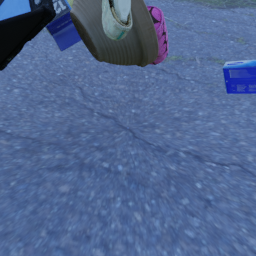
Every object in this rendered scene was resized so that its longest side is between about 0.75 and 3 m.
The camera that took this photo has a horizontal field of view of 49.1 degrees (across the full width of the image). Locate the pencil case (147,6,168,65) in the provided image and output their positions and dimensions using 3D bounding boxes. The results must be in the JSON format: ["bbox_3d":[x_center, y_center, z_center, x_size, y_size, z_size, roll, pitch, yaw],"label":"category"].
[{"bbox_3d":[0.519,-2.280,7.107,0.926,1.976,0.897,28,86,12],"label":"pencil case"}]

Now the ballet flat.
[{"bbox_3d":[-0.115,-1.745,3.396,0.446,1.323,0.413,-6,-1,-28],"label":"ballet flat"}]

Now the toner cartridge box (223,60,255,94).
[{"bbox_3d":[2.411,-0.929,5.080,1.240,0.589,0.268,5,43,35],"label":"toner cartridge box"}]

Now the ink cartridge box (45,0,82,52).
[{"bbox_3d":[-1.680,-4.203,8.612,2.633,2.665,0.626,-31,-1,-1],"label":"ink cartridge box"}]

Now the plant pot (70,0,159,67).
[{"bbox_3d":[-0.485,-2.310,6.298,1.155,2.502,2.502,-34,45,-6],"label":"plant pot"}]

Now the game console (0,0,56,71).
[{"bbox_3d":[-3.094,-2.397,6.394,2.750,2.419,1.601,-24,-15,37],"label":"game console"}]
